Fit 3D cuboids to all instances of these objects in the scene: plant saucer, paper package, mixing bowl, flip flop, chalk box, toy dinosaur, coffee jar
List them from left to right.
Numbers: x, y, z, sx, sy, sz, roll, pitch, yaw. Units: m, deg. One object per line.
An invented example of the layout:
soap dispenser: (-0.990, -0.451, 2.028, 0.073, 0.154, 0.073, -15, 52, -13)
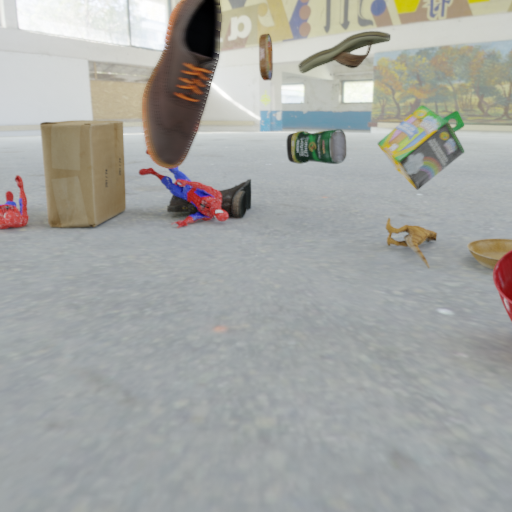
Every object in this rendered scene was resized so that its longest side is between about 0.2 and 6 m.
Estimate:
paper package: (-4.339, -2.177, 14.374, 1.303, 2.519, 2.401, 2, 15, 6)
coffee jar: (1.449, -2.695, 13.887, 0.673, 0.822, 1.577, -17, 18, -39)
flip flop: (2.114, -4.741, 13.360, 2.258, 0.650, 0.916, -17, 4, 20)
toy dinosaur: (3.225, -0.384, 11.514, 1.135, 0.646, 2.138, 9, 19, 26)
chalk box: (3.138, -2.098, 10.285, 1.401, 0.871, 0.867, -40, 39, 10)
plant saucer: (4.915, 0.034, 10.618, 1.750, 0.310, 1.750, 0, 16, 0)
mixing bowl: (3.899, 0.637, 6.837, 1.871, 1.013, 1.871, -11, 29, 6)

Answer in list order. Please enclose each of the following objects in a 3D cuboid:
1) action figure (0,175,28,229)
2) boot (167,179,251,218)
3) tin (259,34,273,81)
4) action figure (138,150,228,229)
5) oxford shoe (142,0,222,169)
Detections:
action figure: (-6.454, -1.563, 14.192, 1.023, 1.552, 3.137, -10, 21, -29)
boot: (-1.256, -1.642, 15.523, 2.112, 0.840, 2.426, 3, 19, 9)
tin: (0.242, -4.967, 14.019, 0.238, 1.136, 0.636, 0, 2, 12)
action figure: (-2.052, -1.677, 14.282, 3.016, 0.984, 1.493, 35, 27, 22)
oxford shoe: (-0.963, -2.314, 7.374, 0.831, 2.335, 0.847, 8, 6, -24)
